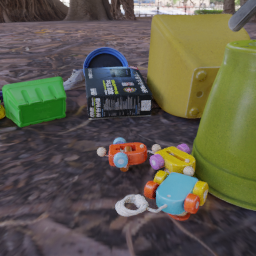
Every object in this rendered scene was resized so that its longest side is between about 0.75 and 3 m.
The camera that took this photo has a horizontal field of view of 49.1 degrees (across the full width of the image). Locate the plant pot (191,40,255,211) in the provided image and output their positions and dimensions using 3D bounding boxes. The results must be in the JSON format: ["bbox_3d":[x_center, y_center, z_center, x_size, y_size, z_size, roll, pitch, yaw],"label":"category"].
[{"bbox_3d":[2.750,-0.303,5.660,2.839,2.733,2.839,-1,23,0],"label":"plant pot"}]

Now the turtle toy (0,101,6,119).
[{"bbox_3d":[-4.534,-0.749,8.415,2.117,1.543,1.070,20,52,36],"label":"turtle toy"}]

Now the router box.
[{"bbox_3d":[-0.453,-1.328,9.834,2.055,0.852,2.743,-5,31,-8],"label":"router box"}]

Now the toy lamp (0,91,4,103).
[{"bbox_3d":[-5.203,-0.827,9.377,0.611,0.611,2.100,22,34,38],"label":"toy lamp"}]

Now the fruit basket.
[{"bbox_3d":[-3.025,-0.972,8.988,1.987,1.433,1.987,7,40,-6],"label":"fruit basket"}]

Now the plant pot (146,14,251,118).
[{"bbox_3d":[2.385,-1.829,9.139,2.884,2.865,2.950,-4,38,-8],"label":"plant pot"}]

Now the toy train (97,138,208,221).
[{"bbox_3d":[0.419,0.996,5.472,1.959,0.725,2.608,-6,24,-5],"label":"toy train"}]

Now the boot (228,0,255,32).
[{"bbox_3d":[1.898,-1.855,4.013,0.322,0.889,0.808,43,56,8],"label":"boot"}]

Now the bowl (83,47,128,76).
[{"bbox_3d":[-0.888,-2.347,11.386,1.820,1.820,0.357,-3,-5,-7],"label":"bowl"}]

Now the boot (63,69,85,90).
[{"bbox_3d":[-2.324,-2.096,11.844,0.585,0.760,1.590,22,33,38],"label":"boot"}]
